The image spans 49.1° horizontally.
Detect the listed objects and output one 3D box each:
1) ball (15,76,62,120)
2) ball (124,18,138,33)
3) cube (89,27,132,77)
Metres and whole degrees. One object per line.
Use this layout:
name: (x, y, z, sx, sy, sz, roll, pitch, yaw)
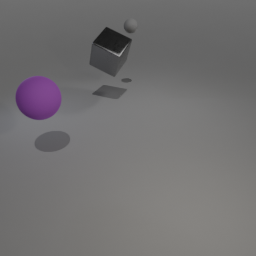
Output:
ball: (-2.841, -0.953, 8.943, 1.400, 1.400, 1.400, 0, 30, 0)
ball: (0.140, -5.058, 13.882, 0.700, 0.700, 0.700, 0, 30, 0)
cube: (-0.830, -3.570, 13.187, 1.400, 1.400, 1.400, 27, 57, 4)
